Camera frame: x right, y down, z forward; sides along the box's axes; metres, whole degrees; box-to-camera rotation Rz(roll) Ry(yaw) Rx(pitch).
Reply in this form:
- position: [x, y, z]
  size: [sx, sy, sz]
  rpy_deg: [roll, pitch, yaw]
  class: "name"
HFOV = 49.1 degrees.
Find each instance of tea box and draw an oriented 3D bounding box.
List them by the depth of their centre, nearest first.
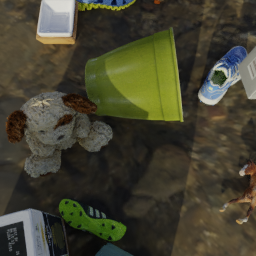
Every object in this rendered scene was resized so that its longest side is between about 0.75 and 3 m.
- position: [-2.009, 3.044, 4.950]
  size: [1.777, 2.616, 2.659]
  rpy_deg: [-13, 69, -5]
  class: "tea box"

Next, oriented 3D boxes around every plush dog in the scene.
- position: [-1.699, -0.154, 6.578]
  size: [2.316, 1.989, 1.858]
  rpy_deg: [-25, 70, -10]
  class: "plush dog"

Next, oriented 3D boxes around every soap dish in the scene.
- position: [-2.115, -3.232, 8.574]
  size: [1.159, 0.599, 1.474]
  rpy_deg: [0, 68, 0]
  class: "soap dish"

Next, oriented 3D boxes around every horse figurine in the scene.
- position: [3.267, 1.952, 6.480]
  size: [1.475, 0.556, 2.226]
  rpy_deg: [-40, 66, -21]
  class: "horse figurine"

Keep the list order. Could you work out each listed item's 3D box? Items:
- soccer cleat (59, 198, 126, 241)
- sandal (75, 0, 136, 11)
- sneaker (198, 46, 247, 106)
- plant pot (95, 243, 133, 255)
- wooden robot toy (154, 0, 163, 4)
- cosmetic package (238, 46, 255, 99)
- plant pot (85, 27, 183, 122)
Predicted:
- position: [-0.833, 2.105, 6.437]
  size: [1.682, 0.682, 0.568]
  rpy_deg: [20, 85, 22]
  class: "soccer cleat"
- position: [-0.721, -4.317, 8.833]
  size: [2.205, 0.960, 0.876]
  rpy_deg: [-9, 66, -6]
  class: "sandal"
- position: [2.764, -1.553, 7.782]
  size: [0.806, 0.820, 2.128]
  rpy_deg: [32, 70, 14]
  class: "sneaker"
- position: [-0.091, 3.191, 5.609]
  size: [1.468, 1.499, 1.499]
  rpy_deg: [28, 71, 18]
  class: "plant pot"
- position: [1.218, -4.670, 9.135]
  size: [2.799, 1.233, 1.270]
  rpy_deg: [13, 104, 4]
  class: "wooden robot toy"
- position: [4.382, -1.498, 7.042]
  size: [2.665, 1.424, 1.202]
  rpy_deg: [1, 63, -12]
  class: "cosmetic package"
- position: [0.161, -1.166, 7.062]
  size: [2.186, 2.271, 2.271]
  rpy_deg: [-6, 68, 11]
  class: "plant pot"
